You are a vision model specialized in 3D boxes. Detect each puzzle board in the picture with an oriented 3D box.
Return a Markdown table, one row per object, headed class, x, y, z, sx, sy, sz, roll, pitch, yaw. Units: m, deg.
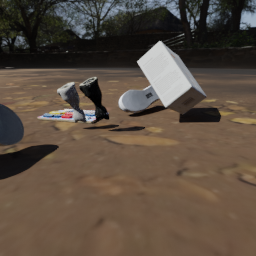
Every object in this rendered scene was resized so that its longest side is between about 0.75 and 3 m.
| class | x | y | z | sx | sy | sz | roll | pitch | yaw |
| --- | --- | --- | --- | --- | --- | --- | --- | --- | --- |
| puzzle board | -1.735 | -0.425 | 9.086 | 1.861 | 0.162 | 1.403 | 5 | 15 | 17 |

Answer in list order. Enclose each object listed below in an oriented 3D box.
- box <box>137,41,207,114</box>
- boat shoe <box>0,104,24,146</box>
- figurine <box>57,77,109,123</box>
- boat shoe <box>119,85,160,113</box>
| class | x | y | z | sx | sy | sz | roll | pitch | yaw |
| --- | --- | --- | --- | --- | --- | --- | --- | --- | --- |
| box | 1.381 | -1.522 | 8.774 | 0.989 | 1.860 | 1.416 | -39 | -26 | 23 |
| boat shoe | -3.039 | -0.035 | 5.036 | 1.048 | 0.816 | 2.308 | -12 | -11 | 21 |
| figurine | -1.117 | -0.632 | 7.204 | 1.140 | 1.112 | 0.491 | -7 | 28 | 26 |
| boat shoe | 0.344 | -0.976 | 10.008 | 0.780 | 0.823 | 2.355 | -32 | 1 | 41 |
